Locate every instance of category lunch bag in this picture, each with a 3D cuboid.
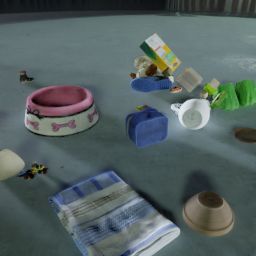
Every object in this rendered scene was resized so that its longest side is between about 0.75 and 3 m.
[{"bbox_3d":[0.658,-0.087,9.581,1.441,0.979,0.953,-13,31,-23],"label":"lunch bag"}]

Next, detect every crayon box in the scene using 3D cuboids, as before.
[{"bbox_3d":[1.304,-2.928,11.190,1.603,0.413,1.008,47,45,-5],"label":"crayon box"}]

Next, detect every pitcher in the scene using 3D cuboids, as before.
[{"bbox_3d":[2.297,-0.606,10.570,1.530,1.081,1.783,3,19,18],"label":"pitcher"}]

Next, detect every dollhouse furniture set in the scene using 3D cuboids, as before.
[{"bbox_3d":[2.813,-1.618,10.521,1.866,0.933,0.721,42,67,-1],"label":"dollhouse furniture set"}]

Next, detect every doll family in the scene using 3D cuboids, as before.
[{"bbox_3d":[-2.691,1.232,7.885,0.902,0.354,0.522,-26,42,-31],"label":"doll family"}]

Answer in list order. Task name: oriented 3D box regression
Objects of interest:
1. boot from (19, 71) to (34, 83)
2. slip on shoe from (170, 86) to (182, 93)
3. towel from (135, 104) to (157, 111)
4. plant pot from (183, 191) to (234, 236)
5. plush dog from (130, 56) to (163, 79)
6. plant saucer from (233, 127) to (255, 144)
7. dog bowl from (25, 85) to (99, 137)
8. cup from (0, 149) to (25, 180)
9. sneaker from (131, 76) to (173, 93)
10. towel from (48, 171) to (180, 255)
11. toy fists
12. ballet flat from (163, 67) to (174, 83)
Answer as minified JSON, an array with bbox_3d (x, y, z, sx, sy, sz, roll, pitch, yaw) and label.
[{"bbox_3d":[-5.361,-2.720,14.787,0.800,0.602,0.293,-21,35,-34],"label":"boot"},{"bbox_3d":[2.374,-1.924,13.724,0.765,0.234,0.283,-20,33,-35],"label":"slip on shoe"},{"bbox_3d":[0.779,-0.783,11.780,0.611,0.097,0.850,-20,34,-34],"label":"towel"},{"bbox_3d":[1.881,1.860,6.499,1.173,0.542,1.173,0,30,0],"label":"plant pot"},{"bbox_3d":[1.125,-3.048,14.833,2.117,1.699,1.818,-16,23,52],"label":"plush dog"},{"bbox_3d":[4.185,0.285,9.763,1.034,0.166,1.034,1,28,0],"label":"plant saucer"},{"bbox_3d":[-2.571,-0.787,10.796,2.859,1.054,2.859,0,28,0],"label":"dog bowl"},{"bbox_3d":[-3.419,0.958,7.831,0.853,0.610,0.853,-15,23,7],"label":"cup"},{"bbox_3d":[1.105,-2.201,13.825,2.084,0.731,0.812,0,22,-10],"label":"sneaker"},{"bbox_3d":[-0.414,2.001,6.465,2.026,0.328,2.758,-19,34,-32],"label":"towel"},{"bbox_3d":[4.518,-1.334,11.784,2.200,1.122,0.757,-13,-3,-23],"label":"toy fists"},{"bbox_3d":[2.132,-2.644,14.473,0.571,0.609,1.685,-29,-9,3],"label":"ballet flat"}]
